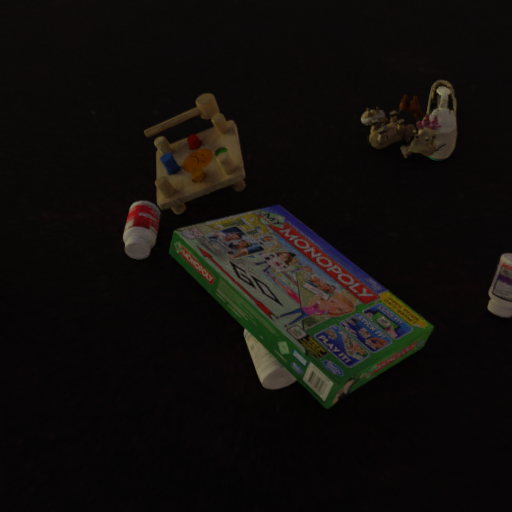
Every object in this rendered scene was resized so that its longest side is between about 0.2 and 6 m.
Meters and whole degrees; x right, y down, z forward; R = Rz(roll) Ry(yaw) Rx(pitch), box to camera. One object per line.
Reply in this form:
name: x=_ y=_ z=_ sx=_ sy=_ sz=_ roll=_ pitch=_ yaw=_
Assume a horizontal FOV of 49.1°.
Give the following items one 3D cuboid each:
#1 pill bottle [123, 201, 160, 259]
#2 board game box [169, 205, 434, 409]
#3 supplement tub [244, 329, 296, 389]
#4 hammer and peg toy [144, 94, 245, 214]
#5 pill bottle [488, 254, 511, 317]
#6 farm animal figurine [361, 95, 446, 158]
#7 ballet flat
pill bottle: x=-2.217 y=-0.490 z=10.812 sx=0.612 sy=0.612 sz=1.090 roll=0 pitch=48 yaw=0
board game box: x=0.697 y=0.553 z=9.375 sx=2.581 sy=0.558 sz=3.836 roll=-18 pitch=48 yaw=-41
supplement tub: x=0.244 y=1.533 z=8.956 sx=0.668 sy=0.668 sz=1.012 roll=-13 pitch=50 yaw=-12
hammer and peg toy: x=-1.286 y=-2.172 z=11.863 sx=1.950 sy=0.935 sz=2.652 roll=-20 pitch=47 yaw=10
pill bottle: x=4.331 y=0.517 z=9.586 sx=0.560 sy=1.005 sz=0.560 roll=8 pitch=23 yaw=-4
farm animal figurine: x=3.325 y=-2.796 z=12.819 sx=1.617 sy=0.852 sz=1.635 roll=-10 pitch=54 yaw=8
ballet flat: x=4.340 y=-3.298 z=13.206 sx=0.876 sy=0.876 sz=2.521 roll=10 pitch=49 yaw=9
